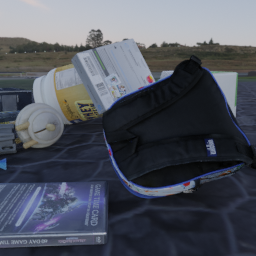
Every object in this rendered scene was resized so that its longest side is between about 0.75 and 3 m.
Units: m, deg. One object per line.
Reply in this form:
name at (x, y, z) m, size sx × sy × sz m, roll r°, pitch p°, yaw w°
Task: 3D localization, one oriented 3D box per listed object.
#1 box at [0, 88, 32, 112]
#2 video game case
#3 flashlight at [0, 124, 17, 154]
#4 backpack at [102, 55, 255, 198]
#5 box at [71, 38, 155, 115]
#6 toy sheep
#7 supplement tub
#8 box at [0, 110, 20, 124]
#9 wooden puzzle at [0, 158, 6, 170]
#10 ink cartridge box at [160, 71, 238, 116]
box at (-5.474, -1.078, 12.099) m, size 1.960 × 1.236 × 1.994 m, roll -12°, pitch 17°, yaw -41°
video game case at (-1.454, 1.236, 4.278) m, size 2.293 × 0.218 × 1.638 m, roll 0°, pitch 13°, yaw -3°
flashlight at (-4.249, 0.275, 6.968) m, size 2.690 × 0.911 × 0.914 m, roll -6°, pitch 14°, yaw -20°
backpack at (0.661, 0.162, 4.803) m, size 2.104 × 2.209 × 1.702 m, roll -15°, pitch -27°, yaw -12°
box at (-0.319, -1.592, 8.268) m, size 2.221 × 1.731 × 0.457 m, roll -29°, pitch 2°, yaw -36°
toy sheep at (-2.425, -0.050, 7.640) m, size 1.372 × 1.372 × 1.990 m, roll -9°, pitch 15°, yaw -35°
supplement tub at (-1.718, -1.338, 10.406) m, size 2.976 × 2.149 × 2.149 m, roll -14°, pitch 11°, yaw 8°
box at (-4.668, -0.291, 10.441) m, size 1.744 × 0.445 × 1.375 m, roll -12°, pitch 18°, yaw -41°
wooden puzzle at (-3.524, 0.634, 6.255) m, size 1.607 × 0.188 × 1.084 m, roll 4°, pitch 20°, yaw -17°
ink cartridge box at (2.323, -0.960, 9.762) m, size 1.177 × 2.039 × 2.792 m, roll -7°, pitch 15°, yaw -22°
